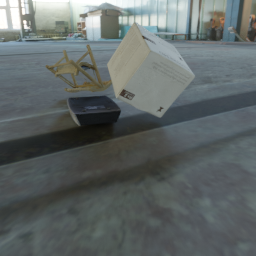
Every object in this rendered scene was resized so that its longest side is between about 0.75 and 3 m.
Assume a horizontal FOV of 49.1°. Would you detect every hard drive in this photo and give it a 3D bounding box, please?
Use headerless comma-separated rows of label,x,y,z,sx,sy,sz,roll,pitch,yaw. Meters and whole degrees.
hard drive,-1.208,-0.635,9.494,1.594,0.500,2.364,-6,19,-16

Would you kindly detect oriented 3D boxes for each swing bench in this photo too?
swing bench,-1.954,-2.171,11.346,1.866,1.876,1.217,4,47,45

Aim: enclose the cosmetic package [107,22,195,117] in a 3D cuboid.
cosmetic package,0.638,-1.905,9.199,1.831,1.833,2.221,21,32,-29
